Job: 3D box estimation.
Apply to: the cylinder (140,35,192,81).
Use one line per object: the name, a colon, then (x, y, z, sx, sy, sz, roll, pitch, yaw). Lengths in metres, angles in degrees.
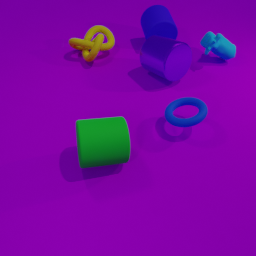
cylinder: (1.312, -2.463, 9.802, 1.328, 1.328, 1.328, -27, 41, -25)

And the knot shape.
knot shape: (-1.374, -3.256, 10.912, 1.795, 0.830, 1.680, -18, 39, 0)

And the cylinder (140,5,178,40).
cylinder: (1.268, -4.167, 11.594, 1.311, 1.311, 1.311, -6, 51, -6)

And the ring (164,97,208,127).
ring: (1.650, -0.467, 8.017, 1.221, 0.244, 1.221, -10, 40, 9)

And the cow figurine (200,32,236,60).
cow figurine: (3.449, -3.051, 10.566, 1.500, 0.823, 1.476, 32, 32, -7)

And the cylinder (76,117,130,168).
cylinder: (-0.658, 0.352, 7.061, 1.196, 1.196, 1.196, -5, 44, -13)
